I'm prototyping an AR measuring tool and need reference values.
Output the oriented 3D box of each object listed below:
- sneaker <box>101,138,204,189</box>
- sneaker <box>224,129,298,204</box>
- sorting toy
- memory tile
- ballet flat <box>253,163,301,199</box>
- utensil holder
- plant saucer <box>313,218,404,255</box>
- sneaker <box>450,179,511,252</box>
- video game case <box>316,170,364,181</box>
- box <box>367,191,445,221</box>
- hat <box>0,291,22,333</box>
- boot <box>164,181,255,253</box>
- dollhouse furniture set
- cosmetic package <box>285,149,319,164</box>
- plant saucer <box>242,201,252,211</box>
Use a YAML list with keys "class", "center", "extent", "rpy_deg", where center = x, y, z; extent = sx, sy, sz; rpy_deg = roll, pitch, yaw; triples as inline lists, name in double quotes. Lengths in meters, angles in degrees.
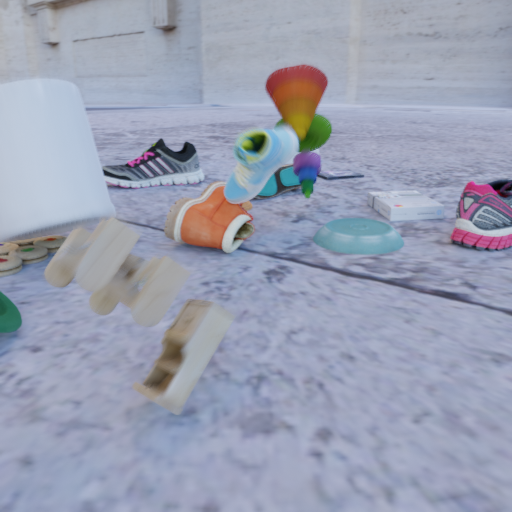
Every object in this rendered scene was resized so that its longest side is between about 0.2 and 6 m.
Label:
- class: "sneaker"
  center: [-2.643, -2.376, 14.133]
  extent: [2.672, 1.169, 0.986]
  rpy_deg: [-6, 20, -18]
- class: "sneaker"
  center: [-0.174, -1.423, 8.753]
  extent: [0.635, 1.597, 1.042]
  rpy_deg: [54, 29, 17]
- class: "sorting toy"
  center: [0.831, -1.974, 10.065]
  extent: [1.079, 1.072, 3.112]
  rpy_deg: [-4, -23, 8]
- class: "memory tile"
  center: [-4.355, -0.130, 8.996]
  extent: [2.319, 0.195, 1.777]
  rpy_deg: [6, 19, 19]
- class: "ballet flat"
  center: [0.288, -1.717, 13.104]
  extent: [2.400, 0.817, 0.807]
  rpy_deg: [-9, -1, -39]
- class: "utensil holder"
  center: [-3.244, -1.395, 8.488]
  extent: [1.737, 2.044, 1.737]
  rpy_deg: [-15, 2, 0]
- class: "plant saucer"
  center: [1.757, -0.384, 9.627]
  extent: [1.557, 0.280, 1.557]
  rpy_deg: [0, 18, 0]
- class: "sneaker"
  center: [4.613, -0.837, 9.724]
  extent: [2.874, 1.073, 1.159]
  rpy_deg: [-12, 22, -34]
- class: "video game case"
  center: [2.255, -2.225, 15.376]
  extent: [1.152, 0.109, 0.823]
  rpy_deg: [-9, 20, -21]
- class: "box"
  center: [3.063, -1.058, 11.597]
  extent: [1.120, 0.296, 1.437]
  rpy_deg: [-3, 18, -7]
- class: "hat"
  center: [-3.922, 0.945, 5.792]
  extent: [2.166, 1.906, 1.794]
  rpy_deg: [35, -3, -36]
- class: "boot"
  center: [-0.516, -0.637, 9.736]
  extent: [1.252, 0.876, 2.335]
  rpy_deg: [16, 24, 13]
- class: "dollhouse furniture set"
  center: [-1.067, 0.501, 4.615]
  extent: [1.444, 0.940, 1.327]
  rpy_deg: [38, -19, -24]
- class: "cosmetic package"
  center: [1.290, -3.143, 17.539]
  extent: [1.277, 0.455, 0.648]
  rpy_deg: [0, 19, -1]
- class: "plant saucer"
  center: [-0.557, -1.101, 11.911]
  extent: [0.965, 0.181, 0.965]
  rpy_deg: [1, 19, 0]
